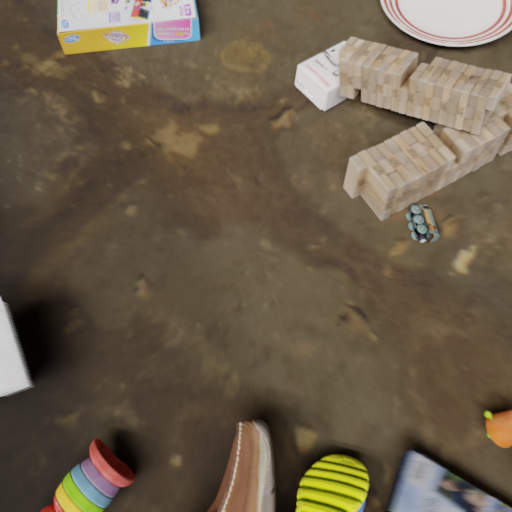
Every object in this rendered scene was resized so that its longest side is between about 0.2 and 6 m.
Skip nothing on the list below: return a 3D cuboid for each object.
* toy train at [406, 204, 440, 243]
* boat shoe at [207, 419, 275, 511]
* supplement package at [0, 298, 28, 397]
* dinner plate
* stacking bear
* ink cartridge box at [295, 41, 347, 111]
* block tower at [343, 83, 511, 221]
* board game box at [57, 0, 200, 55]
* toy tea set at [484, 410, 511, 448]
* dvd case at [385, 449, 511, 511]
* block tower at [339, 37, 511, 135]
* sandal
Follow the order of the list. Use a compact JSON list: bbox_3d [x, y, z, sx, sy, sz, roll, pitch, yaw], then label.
[{"bbox_3d":[2.780,-0.545,9.341,0.421,0.315,0.739,1,59,-13],"label":"toy train"},{"bbox_3d":[-0.474,3.646,6.566,1.259,1.328,3.506,7,61,5],"label":"boat shoe"},{"bbox_3d":[-3.945,1.385,7.488,1.358,0.999,1.299,-17,84,-27],"label":"supplement package"},{"bbox_3d":[4.087,-5.400,11.797,2.968,0.360,2.968,-1,64,2],"label":"dinner plate"},{"bbox_3d":[-2.275,3.113,7.180,0.752,0.704,1.238,45,79,-3],"label":"stacking bear"},{"bbox_3d":[1.490,-3.445,10.703,1.229,0.518,0.897,-33,67,-21],"label":"ink cartridge box"},{"bbox_3d":[3.181,-1.798,9.638,3.367,0.909,0.973,-26,64,-13],"label":"block tower"},{"bbox_3d":[-2.665,-5.276,11.669,2.785,0.562,2.131,-7,62,-4],"label":"board game box"},{"bbox_3d":[3.698,2.752,7.554,0.949,0.591,1.596,6,54,-31],"label":"toy tea set"},{"bbox_3d":[2.550,3.517,6.756,2.114,0.185,1.508,29,49,8],"label":"dvd case"},{"bbox_3d":[2.682,-2.870,9.402,2.773,0.802,0.749,23,59,25],"label":"block tower"},{"bbox_3d":[0.810,3.440,6.940,0.840,0.920,2.114,14,42,25],"label":"sandal"}]
